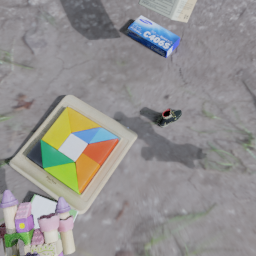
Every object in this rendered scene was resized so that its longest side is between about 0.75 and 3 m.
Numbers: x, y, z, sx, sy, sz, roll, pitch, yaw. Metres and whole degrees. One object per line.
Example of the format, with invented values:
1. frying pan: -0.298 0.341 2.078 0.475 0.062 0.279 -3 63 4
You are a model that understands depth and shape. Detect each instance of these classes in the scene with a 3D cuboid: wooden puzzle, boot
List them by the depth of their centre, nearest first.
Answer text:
1. wooden puzzle: -1.419 0.516 7.404 2.447 0.493 2.645 31 68 15
2. boot: 1.222 -0.364 7.779 0.786 0.594 0.284 -31 68 -14

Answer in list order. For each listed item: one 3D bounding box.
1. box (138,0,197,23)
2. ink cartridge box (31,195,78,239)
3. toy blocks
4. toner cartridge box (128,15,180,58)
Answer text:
1. box: 1.300 -3.912 6.646 1.143 2.407 0.936 38 31 24
2. ink cartridge box: -1.871 2.202 6.647 1.222 0.293 0.889 17 65 12
3. toy blocks: -1.630 1.495 4.074 1.380 1.476 1.243 -9 89 9
4. toner cartridge box: 0.835 -3.023 9.225 1.597 0.345 0.759 35 69 16
